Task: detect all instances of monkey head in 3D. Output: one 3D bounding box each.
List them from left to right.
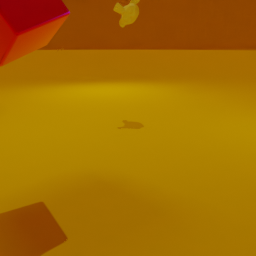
[{"bbox_3d":[-0.056,-3.600,8.670,0.759,1.055,0.636,29,32,-14],"label":"monkey head"}]

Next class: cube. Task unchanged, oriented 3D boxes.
[{"bbox_3d":[-1.615,-1.633,3.952,0.955,0.955,0.955,-24,15,50],"label":"cube"}]
